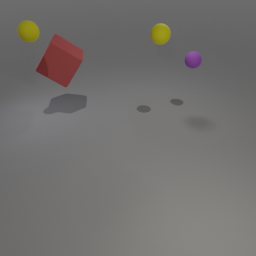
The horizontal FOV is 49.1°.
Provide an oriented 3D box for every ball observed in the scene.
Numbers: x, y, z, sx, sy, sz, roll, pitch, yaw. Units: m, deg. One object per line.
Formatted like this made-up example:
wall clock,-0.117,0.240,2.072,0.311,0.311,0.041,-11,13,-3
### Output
ball,2.732,-2.852,11.756,0.700,0.700,0.700,0,31,0
ball,1.133,-3.271,9.759,0.700,0.700,0.700,0,31,0
ball,-3.367,-3.264,9.476,0.700,0.700,0.700,0,31,0

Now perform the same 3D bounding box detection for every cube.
cube,-2.801,-2.813,11.673,1.400,1.400,1.400,28,24,-21
